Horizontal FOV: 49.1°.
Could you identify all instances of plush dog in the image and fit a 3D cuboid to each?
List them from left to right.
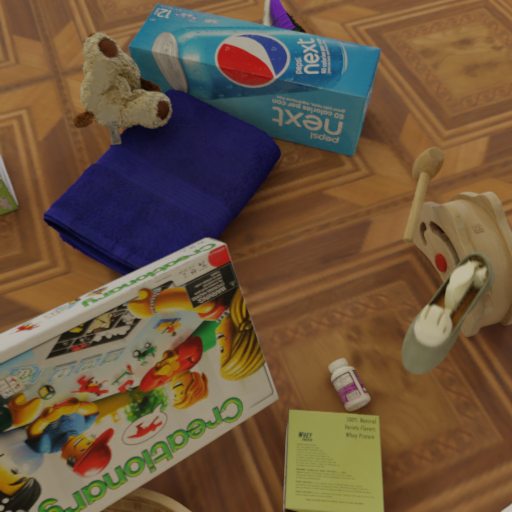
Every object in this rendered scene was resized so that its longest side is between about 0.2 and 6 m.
[{"bbox_3d":[-2.556,-3.093,10.125,1.527,1.903,1.635,-28,37,24],"label":"plush dog"}]

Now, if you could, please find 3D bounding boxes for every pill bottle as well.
[{"bbox_3d":[1.384,1.936,8.464,0.406,0.406,0.723,-19,60,-12],"label":"pill bottle"}]

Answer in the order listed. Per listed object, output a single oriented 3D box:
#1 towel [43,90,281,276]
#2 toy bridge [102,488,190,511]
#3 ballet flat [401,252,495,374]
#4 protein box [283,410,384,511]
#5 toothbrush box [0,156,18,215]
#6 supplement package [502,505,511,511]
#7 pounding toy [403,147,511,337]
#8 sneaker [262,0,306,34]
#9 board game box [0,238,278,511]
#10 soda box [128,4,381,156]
[{"bbox_3d":[-1.563,-1.229,10.254,2.793,0.937,3.782,29,62,11],"label":"towel"},{"bbox_3d":[-1.195,3.783,6.704,4.519,0.615,1.519,22,34,28],"label":"toy bridge"},{"bbox_3d":[2.587,0.727,7.700,0.656,0.620,1.946,29,72,39],"label":"ballet flat"},{"bbox_3d":[1.013,2.866,7.602,1.248,0.848,1.257,3,58,2],"label":"protein box"},{"bbox_3d":[-5.701,-1.281,10.204,2.132,0.918,1.552,-23,60,-12],"label":"toothbrush box"},{"bbox_3d":[3.055,3.755,6.617,1.998,1.556,1.108,-25,61,-15],"label":"supplement package"},{"bbox_3d":[3.011,-0.117,9.179,1.702,1.697,2.967,-15,78,-8],"label":"pounding toy"},{"bbox_3d":[0.647,-5.194,12.883,0.985,0.689,1.981,2,62,-3],"label":"sneaker"},{"bbox_3d":[-1.756,1.672,6.992,3.886,2.453,0.672,-27,22,-22],"label":"board game box"},{"bbox_3d":[-0.045,-3.549,11.237,4.656,1.579,1.494,15,59,9],"label":"soda box"}]
